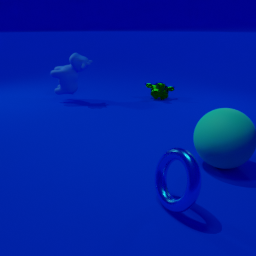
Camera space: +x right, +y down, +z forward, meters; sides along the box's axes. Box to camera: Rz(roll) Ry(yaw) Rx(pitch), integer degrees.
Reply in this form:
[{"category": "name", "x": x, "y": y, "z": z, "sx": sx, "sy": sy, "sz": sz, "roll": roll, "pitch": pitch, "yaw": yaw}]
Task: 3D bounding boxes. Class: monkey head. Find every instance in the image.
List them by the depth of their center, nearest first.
[{"category": "monkey head", "x": 1.392, "y": -1.712, "z": 12.047, "sx": 1.292, "sy": 0.929, "sz": 0.778, "roll": 8, "pitch": 48, "yaw": 1}]

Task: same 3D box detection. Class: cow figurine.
[{"category": "cow figurine", "x": -2.254, "y": -2.177, "z": 11.498, "sx": 1.695, "sy": 1.723, "sz": 0.946, "roll": -1, "pitch": 29, "yaw": 7}]

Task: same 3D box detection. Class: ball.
[{"category": "ball", "x": 2.210, "y": 0.236, "z": 6.421, "sx": 1.379, "sy": 1.379, "sz": 1.379, "roll": 0, "pitch": 21, "yaw": 0}]

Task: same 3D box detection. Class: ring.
[{"category": "ring", "x": 0.860, "y": 0.919, "z": 5.006, "sx": 0.228, "sy": 1.142, "sz": 1.142, "roll": 8, "pitch": 15, "yaw": -30}]
